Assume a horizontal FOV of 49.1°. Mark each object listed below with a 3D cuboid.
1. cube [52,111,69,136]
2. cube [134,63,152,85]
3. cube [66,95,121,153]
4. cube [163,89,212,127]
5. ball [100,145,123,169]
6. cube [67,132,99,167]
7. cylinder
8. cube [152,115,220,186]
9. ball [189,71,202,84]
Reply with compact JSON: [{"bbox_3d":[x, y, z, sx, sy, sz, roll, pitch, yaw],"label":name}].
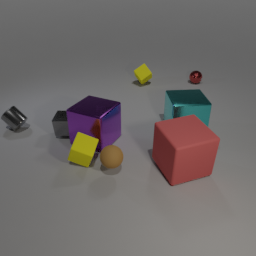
[{"bbox_3d":[-2.320,-0.173,10.354,0.700,0.700,0.700,1,36,6],"label":"cube"},{"bbox_3d":[0.805,-2.864,14.920,0.700,0.700,0.700,-35,79,-1],"label":"cube"},{"bbox_3d":[-1.169,-0.178,10.018,1.400,1.400,1.400,14,33,23],"label":"cube"},{"bbox_3d":[2.203,-0.562,10.686,1.400,1.400,1.400,-2,30,-4],"label":"cube"},{"bbox_3d":[-0.486,0.854,8.313,0.700,0.700,0.700,0,30,0],"label":"ball"},{"bbox_3d":[-1.415,0.685,8.816,0.700,0.700,0.700,21,49,-7],"label":"cube"},{"bbox_3d":[-4.366,-0.373,10.774,0.700,0.700,0.700,44,34,-7],"label":"cylinder"},{"bbox_3d":[1.670,0.625,8.439,1.400,1.400,1.400,-12,36,-17],"label":"cube"},{"bbox_3d":[3.687,-2.771,15.235,0.700,0.700,0.700,0,30,0],"label":"ball"}]
